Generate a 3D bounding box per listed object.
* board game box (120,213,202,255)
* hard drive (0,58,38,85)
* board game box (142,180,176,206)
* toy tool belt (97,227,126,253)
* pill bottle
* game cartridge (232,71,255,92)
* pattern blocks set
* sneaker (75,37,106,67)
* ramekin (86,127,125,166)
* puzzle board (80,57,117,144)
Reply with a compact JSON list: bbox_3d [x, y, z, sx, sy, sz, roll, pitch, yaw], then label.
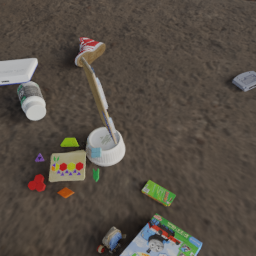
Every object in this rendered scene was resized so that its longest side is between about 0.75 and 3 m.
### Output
[{"bbox_3d":[0.815,3.367,7.365,1.529,0.370,2.022,27,41,26],"label":"board game box"},{"bbox_3d":[-5.200,-2.540,12.542,1.904,0.366,2.886,-7,28,-7],"label":"hard drive"},{"bbox_3d":[0.988,2.110,9.023,1.005,0.151,0.480,25,53,25],"label":"board game box"},{"bbox_3d":[-0.441,3.190,7.785,0.486,0.494,0.790,21,50,29],"label":"toy tool belt"},{"bbox_3d":[-3.931,-1.115,11.488,0.918,0.918,1.624,-19,48,-17],"label":"pill bottle"},{"bbox_3d":[5.547,-2.200,12.968,1.360,0.278,0.905,-23,55,-20],"label":"game cartridge"},{"bbox_3d":[-2.026,1.286,9.310,2.309,0.187,2.030,4,66,12],"label":"pattern blocks set"},{"bbox_3d":[-2.256,-3.859,14.125,1.264,0.801,2.247,26,45,17],"label":"sneaker"},{"bbox_3d":[-0.827,0.593,10.058,1.459,0.680,1.459,0,47,0],"label":"ramekin"},{"bbox_3d":[-0.642,-0.651,6.442,0.154,1.767,1.332,-22,32,-8],"label":"puzzle board"}]
